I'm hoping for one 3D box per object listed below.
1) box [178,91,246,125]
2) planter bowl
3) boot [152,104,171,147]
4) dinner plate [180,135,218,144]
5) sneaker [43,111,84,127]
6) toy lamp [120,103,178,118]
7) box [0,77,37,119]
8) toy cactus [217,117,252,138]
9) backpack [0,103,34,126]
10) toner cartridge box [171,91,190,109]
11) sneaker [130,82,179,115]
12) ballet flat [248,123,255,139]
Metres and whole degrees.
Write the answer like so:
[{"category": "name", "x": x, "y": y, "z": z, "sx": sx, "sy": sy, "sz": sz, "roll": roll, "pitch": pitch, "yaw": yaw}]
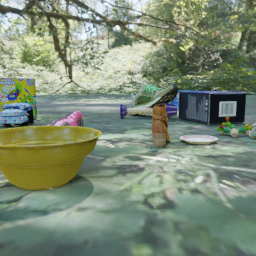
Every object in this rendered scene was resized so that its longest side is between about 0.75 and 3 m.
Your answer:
[{"category": "box", "x": 2.896, "y": -0.769, "z": 9.936, "sx": 1.484, "sy": 1.046, "sz": 2.006, "roll": -4, "pitch": 10, "yaw": -20}, {"category": "planter bowl", "x": -1.081, "y": 0.371, "z": 3.531, "sx": 1.511, "sy": 0.629, "sz": 1.511, "roll": 0, "pitch": 9, "yaw": 0}, {"category": "boot", "x": 0.683, "y": -0.102, "z": 6.012, "sx": 0.417, "sy": 0.843, "sz": 1.086, "roll": 1, "pitch": 8, "yaw": 17}, {"category": "dinner plate", "x": 1.554, "y": 0.258, "z": 6.171, "sx": 0.817, "sy": 0.099, "sz": 0.817, "roll": 1, "pitch": 8, "yaw": 0}, {"category": "sneaker", "x": -1.434, "y": 0.079, "z": 5.821, "sx": 0.850, "sy": 0.704, "sz": 1.783, "roll": -10, "pitch": 5, "yaw": 10}, {"category": "toy lamp", "x": 0.798, "y": -0.652, "z": 10.785, "sx": 2.174, "sy": 0.633, "sz": 0.633, "roll": -1, "pitch": 8, "yaw": 4}, {"category": "box", "x": -4.279, "y": -1.053, "z": 10.169, "sx": 1.597, "sy": 1.538, "sz": 0.974, "roll": -7, "pitch": 11, "yaw": -42}, {"category": "toy cactus", "x": 2.650, "y": 0.029, "z": 6.948, "sx": 0.837, "sy": 0.428, "sz": 0.690, "roll": 9, "pitch": 21, "yaw": 14}, {"category": "backpack", "x": -3.541, "y": -0.400, "z": 8.735, "sx": 0.922, "sy": 0.679, "sz": 1.010, "roll": 2, "pitch": 10, "yaw": 9}, {"category": "toner cartridge box", "x": 3.228, "y": -1.422, "z": 14.581, "sx": 0.463, "sy": 1.020, "sz": 2.147, "roll": -9, "pitch": 12, "yaw": -43}, {"category": "sneaker", "x": 0.870, "y": -1.359, "z": 11.261, "sx": 1.018, "sy": 1.173, "sz": 2.648, "roll": -13, "pitch": -7, "yaw": -41}, {"category": "ballet flat", "x": 3.195, "y": 0.040, "z": 6.904, "sx": 0.447, "sy": 0.402, "sz": 1.187, "roll": -24, "pitch": -4, "yaw": 30}]
